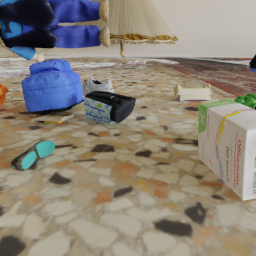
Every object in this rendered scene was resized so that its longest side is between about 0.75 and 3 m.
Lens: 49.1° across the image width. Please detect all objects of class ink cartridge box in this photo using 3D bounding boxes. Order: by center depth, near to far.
[{"bbox_3d":[2.565,0.459,6.302,0.933,1.624,2.773,-9,19,-9],"label":"ink cartridge box"}]

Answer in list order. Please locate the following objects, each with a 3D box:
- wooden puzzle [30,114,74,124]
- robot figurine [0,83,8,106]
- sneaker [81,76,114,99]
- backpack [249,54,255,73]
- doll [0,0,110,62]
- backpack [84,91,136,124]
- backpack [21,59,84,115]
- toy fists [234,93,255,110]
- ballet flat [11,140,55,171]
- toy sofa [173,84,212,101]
[{"bbox_3d":[-2.886,-0.336,10.829,1.313,0.244,1.214,-1,9,13],"label":"wooden puzzle"},{"bbox_3d":[-6.327,-1.361,12.112,1.854,1.503,2.578,21,16,-7],"label":"robot figurine"},{"bbox_3d":[-2.058,-2.162,14.858,2.979,1.221,1.113,7,20,19],"label":"sneaker"},{"bbox_3d":[4.258,-2.045,6.638,1.755,2.091,1.699,20,9,-23],"label":"backpack"},{"bbox_3d":[-1.694,-2.077,5.417,2.620,1.787,0.635,-5,41,-8],"label":"doll"},{"bbox_3d":[-0.884,-0.850,11.031,1.900,1.461,1.550,28,35,18],"label":"backpack"},{"bbox_3d":[-3.344,-1.738,11.992,2.194,2.265,2.700,-10,17,8],"label":"backpack"},{"bbox_3d":[5.386,-1.052,12.258,2.310,0.794,1.177,-17,24,-38],"label":"toy fists"},{"bbox_3d":[-2.586,0.684,7.563,0.500,0.497,1.461,-4,16,23],"label":"ballet flat"},{"bbox_3d":[3.383,-1.801,14.786,1.866,0.911,0.773,-3,-6,-7],"label":"toy sofa"}]
